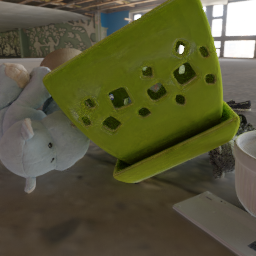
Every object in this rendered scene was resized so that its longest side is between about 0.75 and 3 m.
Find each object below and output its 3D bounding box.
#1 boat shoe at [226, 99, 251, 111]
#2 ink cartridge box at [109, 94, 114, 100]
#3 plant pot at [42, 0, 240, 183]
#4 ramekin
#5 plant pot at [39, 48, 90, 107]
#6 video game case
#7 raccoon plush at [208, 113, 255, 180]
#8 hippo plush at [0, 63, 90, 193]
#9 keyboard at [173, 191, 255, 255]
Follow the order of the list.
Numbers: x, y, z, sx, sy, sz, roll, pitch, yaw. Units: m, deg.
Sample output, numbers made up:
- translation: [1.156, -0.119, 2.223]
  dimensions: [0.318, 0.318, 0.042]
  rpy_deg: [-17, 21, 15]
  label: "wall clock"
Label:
- translation: [4.392, -1.007, 11.700]
  dimensions: [1.420, 0.445, 0.516]
  rpy_deg: [8, 19, 25]
  label: "boat shoe"
- translation: [-0.302, -1.214, 12.222]
  dimensions: [2.465, 0.586, 2.494]
  rpy_deg: [-8, 17, -24]
  label: "ink cartridge box"
- translation: [0.510, -0.711, 5.983]
  dimensions: [2.973, 2.698, 2.958]
  rpy_deg: [-26, 12, 13]
  label: "plant pot"
- translation: [2.841, 0.860, 4.681]
  dimensions: [2.131, 1.119, 2.131]
  rpy_deg: [0, 17, 0]
  label: "ramekin"
- translation: [-2.194, -1.459, 10.674]
  dimensions: [2.422, 2.422, 2.586]
  rpy_deg: [-4, 34, -14]
  label: "plant pot"
- translation: [0.874, -0.672, 7.786]
  dimensions: [1.967, 2.159, 0.248]
  rpy_deg: [-3, 13, -9]
  label: "video game case"
- translation: [1.910, 0.527, 6.645]
  dimensions: [1.562, 1.128, 2.332]
  rpy_deg: [-28, 5, -33]
  label: "raccoon plush"
- translation: [-2.092, -0.135, 5.848]
  dimensions: [2.915, 2.322, 2.344]
  rpy_deg: [-11, 20, -32]
  label: "hippo plush"
- translation: [1.913, 1.655, 3.856]
  dimensions: [0.838, 0.159, 2.977]
  rpy_deg: [-17, 23, -30]
  label: "keyboard"
